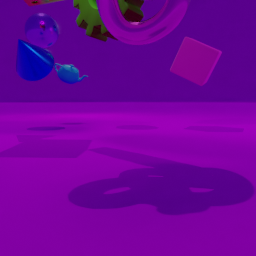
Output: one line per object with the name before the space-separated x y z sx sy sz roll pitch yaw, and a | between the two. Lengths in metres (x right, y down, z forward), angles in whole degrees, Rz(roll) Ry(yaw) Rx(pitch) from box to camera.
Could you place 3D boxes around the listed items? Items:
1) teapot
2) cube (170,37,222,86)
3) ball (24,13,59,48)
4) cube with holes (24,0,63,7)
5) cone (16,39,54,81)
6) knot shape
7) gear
teapot | -2.131 -2.020 10.361 1.304 0.638 0.811 25 27 -4
cube | 2.133 -2.085 8.746 1.102 1.102 1.102 29 22 13
ball | -2.836 -3.209 9.248 1.099 1.099 1.099 0 6 0
cube with holes | -1.963 -3.717 6.367 1.255 1.255 1.255 -11 6 -1
cone | -2.404 -1.805 6.693 1.000 1.000 1.004 0 -20 4
knot shape | -0.090 -2.192 3.707 1.821 1.946 0.899 11 -11 -17
gear | -0.280 -2.615 5.031 0.371 2.004 2.004 5 1 -42
